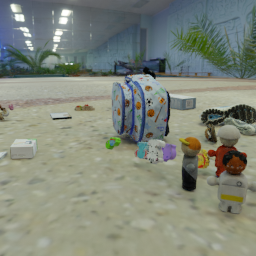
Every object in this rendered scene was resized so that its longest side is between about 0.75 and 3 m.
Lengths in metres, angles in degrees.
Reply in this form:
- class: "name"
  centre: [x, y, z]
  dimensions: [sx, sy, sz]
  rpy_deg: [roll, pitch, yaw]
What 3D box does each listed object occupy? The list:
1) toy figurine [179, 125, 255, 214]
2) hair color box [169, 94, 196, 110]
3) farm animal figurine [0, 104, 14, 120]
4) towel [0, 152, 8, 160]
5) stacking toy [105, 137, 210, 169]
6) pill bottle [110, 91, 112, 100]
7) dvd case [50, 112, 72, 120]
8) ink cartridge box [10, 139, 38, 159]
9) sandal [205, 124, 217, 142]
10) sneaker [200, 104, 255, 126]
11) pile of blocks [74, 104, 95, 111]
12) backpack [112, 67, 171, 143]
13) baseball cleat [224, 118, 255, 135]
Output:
- class: "toy figurine"
  centre: [2.037, 0.692, 5.587]
  dimensions: [1.746, 1.234, 1.774]
  rpy_deg: [-7, 17, -27]
- class: "hair color box"
  centre: [2.790, -1.556, 16.399]
  dimensions: [1.094, 0.670, 2.211]
  rpy_deg: [-9, 17, -32]
- class: "farm animal figurine"
  centre: [-5.888, -0.651, 12.868]
  dimensions: [1.318, 0.663, 1.064]
  rpy_deg: [12, 37, 31]
- class: "towel"
  centre: [-3.911, 0.783, 7.748]
  dimensions: [0.942, 0.112, 0.692]
  rpy_deg: [0, 13, 1]
- class: "stacking toy"
  centre: [0.638, 0.605, 6.809]
  dimensions: [1.605, 0.500, 2.128]
  rpy_deg: [13, -7, -38]
- class: "pill bottle"
  centre: [0.100, -1.694, 15.298]
  dimensions: [1.458, 1.458, 2.597]
  rpy_deg: [-8, 15, -29]
- class: "dvd case"
  centre: [-3.257, -0.584, 13.517]
  dimensions: [0.884, 0.109, 1.239]
  rpy_deg: [-5, 14, -20]
- class: "ink cartridge box"
  centre: [-2.971, 0.582, 8.034]
  dimensions: [0.611, 0.368, 0.842]
  rpy_deg: [-1, 15, -9]
- class: "sandal"
  centre: [2.779, 0.168, 9.536]
  dimensions: [0.362, 0.542, 1.325]
  rpy_deg: [-15, 12, 11]
- class: "sneaker"
  centre: [4.216, -0.606, 11.913]
  dimensions: [2.390, 0.937, 1.075]
  rpy_deg: [1, 10, 3]
- class: "pile of blocks"
  centre: [-2.386, -1.143, 15.364]
  dimensions: [1.115, 0.347, 0.458]
  rpy_deg: [-1, 13, -7]
- class: "backpack"
  centre: [0.433, -0.632, 9.297]
  dimensions: [1.878, 2.438, 2.323]
  rpy_deg: [-11, 21, -19]
- class: "baseball cleat"
  centre: [4.329, -0.035, 10.639]
  dimensions: [0.742, 0.486, 1.393]
  rpy_deg: [1, 21, -27]
